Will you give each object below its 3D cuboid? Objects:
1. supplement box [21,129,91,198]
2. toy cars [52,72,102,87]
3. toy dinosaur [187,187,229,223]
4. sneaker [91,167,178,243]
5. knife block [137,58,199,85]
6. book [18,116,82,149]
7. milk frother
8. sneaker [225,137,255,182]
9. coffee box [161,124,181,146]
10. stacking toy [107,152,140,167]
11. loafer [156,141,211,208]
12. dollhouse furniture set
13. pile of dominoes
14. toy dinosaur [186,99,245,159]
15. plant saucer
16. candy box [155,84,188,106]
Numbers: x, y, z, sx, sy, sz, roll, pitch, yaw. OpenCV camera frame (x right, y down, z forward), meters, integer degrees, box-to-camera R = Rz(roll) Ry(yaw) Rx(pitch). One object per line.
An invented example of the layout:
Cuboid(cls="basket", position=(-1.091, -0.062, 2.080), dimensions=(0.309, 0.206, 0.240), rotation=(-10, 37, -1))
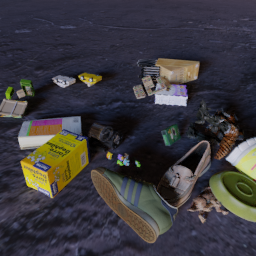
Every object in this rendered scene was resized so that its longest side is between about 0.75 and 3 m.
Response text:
Cuboid(cls="supplement box", position=(-2.142, 1.023, 8.641), dimensions=(1.033, 1.039, 1.897), rotation=(17, 38, 24))
Cuboid(cls="toy cars", position=(-2.551, -2.351, 14.186), dimensions=(2.502, 0.554, 1.122), rotation=(-6, 31, -3))
Cuboid(cls="toy dinosaur", position=(2.113, 1.980, 7.671), dimensions=(1.386, 0.595, 0.939), rotation=(-17, 35, -14))
Cuboid(cls="sneaker", position=(0.197, 1.837, 7.647), dimensions=(1.191, 0.890, 2.654), rotation=(-22, 43, -35))
Cuboid(cls="knife block", position=(2.003, -3.192, 15.042), dimensions=(2.858, 0.914, 2.509), rotation=(-20, 40, -25))
Cuboid(cls="book", position=(-2.864, 0.082, 10.580), dimensions=(2.186, 0.525, 1.460), rotation=(-5, 32, -8))
Cuboid(cls="milk frother", position=(-0.914, 0.178, 9.837), dimensions=(1.079, 1.147, 1.035), rotation=(19, 42, 26))
Cuboid(cls="sneaker", position=(4.622, 0.797, 8.990), dimensions=(2.966, 1.159, 1.339), rotation=(-25, 63, -16))
Cuboid(cls="coffee box", position=(1.559, 0.239, 10.053), dimensions=(0.209, 0.585, 0.951), rotation=(-14, 7, 37))
Cuboid(cls="stacking toy", position=(-0.139, 0.958, 8.297), dimensions=(0.682, 0.212, 0.904), rotation=(7, 13, -34))
Cuboid(cls="loafer", position=(1.688, 1.288, 8.397), dimensions=(0.995, 0.870, 2.769), rotation=(23, 40, 30))
Cuboid(cls="dollhouse furniture set", position=(-4.876, -1.119, 12.500), dimensions=(1.107, 0.855, 2.214), rotation=(8, 53, -1))
Cuboid(cls="pile of dominoes", position=(0.948, -2.005, 13.246), dimensions=(1.453, 0.297, 1.865), rotation=(-21, 26, 5))
Cuboid(cls="toy dinosaur", position=(3.264, 0.043, 9.958), dimensions=(1.979, 1.489, 2.916), rotation=(23, 15, 5))
Cuboid(cls="plant saucer", position=(3.160, 1.771, 7.745), dimensions=(1.807, 0.281, 1.807), rotation=(15, 30, -9))
Cuboid(cls="candy box", position=(1.993, -1.555, 12.980), dimensions=(1.423, 0.509, 1.194), rotation=(5, 34, 6))
